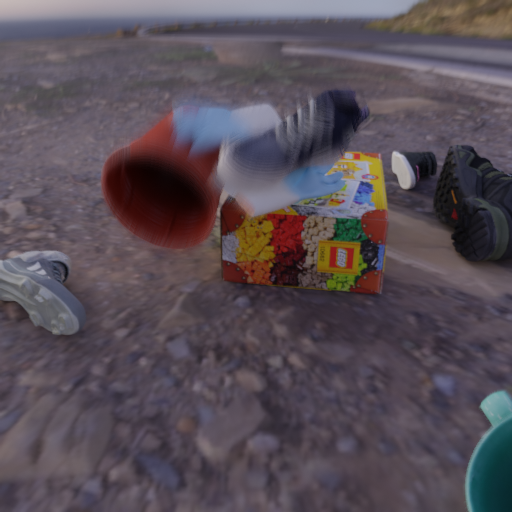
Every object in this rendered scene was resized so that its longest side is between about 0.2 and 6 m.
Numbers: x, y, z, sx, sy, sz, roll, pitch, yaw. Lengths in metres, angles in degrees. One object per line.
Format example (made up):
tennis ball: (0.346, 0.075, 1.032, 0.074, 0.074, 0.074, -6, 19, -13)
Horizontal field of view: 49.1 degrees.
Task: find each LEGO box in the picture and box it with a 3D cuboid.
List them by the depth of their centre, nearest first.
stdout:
LEGO box: (0.958, -0.796, 10.020, 2.560, 1.326, 3.437, 4, 27, 8)

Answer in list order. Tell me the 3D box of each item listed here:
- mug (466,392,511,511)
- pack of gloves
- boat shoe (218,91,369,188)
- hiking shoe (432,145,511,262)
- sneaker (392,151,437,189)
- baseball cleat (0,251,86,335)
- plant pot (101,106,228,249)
mug: (2.576, 1.941, 4.511, 1.390, 1.046, 1.691, -18, 35, 39)
pack of gloves: (0.174, -1.748, 8.623, 2.250, 0.529, 2.678, 48, 39, 19)
boat shoe: (0.563, -1.723, 7.781, 2.346, 1.088, 0.876, -24, 69, -39)
hiking shoe: (4.547, -0.976, 10.680, 1.832, 1.378, 3.640, 9, 37, 1)
sneaker: (3.851, -2.095, 13.273, 1.000, 0.713, 2.016, -3, 22, 6)
baseball cleat: (-3.058, 0.380, 8.258, 2.413, 0.841, 1.284, 20, 33, 32)
plant pot: (-1.223, -1.389, 8.981, 1.855, 1.855, 1.804, 8, 42, 15)
